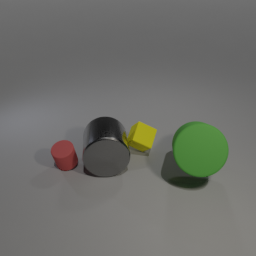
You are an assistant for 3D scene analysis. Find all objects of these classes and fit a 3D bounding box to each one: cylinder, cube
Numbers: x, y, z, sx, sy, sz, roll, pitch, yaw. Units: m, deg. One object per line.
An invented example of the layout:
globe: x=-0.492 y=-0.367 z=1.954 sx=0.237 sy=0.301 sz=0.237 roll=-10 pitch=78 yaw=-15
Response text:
cylinder: x=-1.966 y=0.852 z=8.710 sx=0.700 sy=0.700 sz=0.700 roll=-3 pitch=48 yaw=3
cylinder: x=-0.693 y=0.557 z=8.724 sx=1.400 sy=1.400 sz=1.400 roll=-3 pitch=29 yaw=-6
cylinder: x=1.950 y=0.537 z=7.831 sx=1.400 sy=1.400 sz=1.400 roll=4 pitch=4 yaw=8
cube: x=0.438 y=0.299 z=9.358 sx=0.700 sy=0.700 sz=0.700 roll=25 pitch=69 yaw=-14
